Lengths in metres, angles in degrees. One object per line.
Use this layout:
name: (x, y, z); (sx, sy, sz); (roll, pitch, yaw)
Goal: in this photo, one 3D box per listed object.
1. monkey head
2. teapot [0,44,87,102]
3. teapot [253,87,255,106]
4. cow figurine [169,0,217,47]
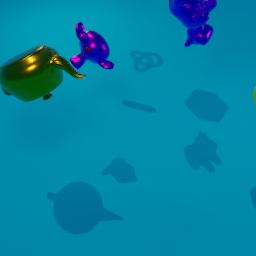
monkey head: (-0.825, -1.616, 5.940); (0.824, 0.691, 1.146); (-43, 105, -14)
teapot: (-1.715, -0.982, 5.332); (1.956, 0.958, 1.216); (-11, 32, 26)
teapot: (3.132, -0.482, 5.563); (1.151, 1.852, 0.907); (-12, 46, 38)
cow figurine: (1.397, -2.443, 6.252); (1.331, 1.309, 0.730); (33, 78, -10)
